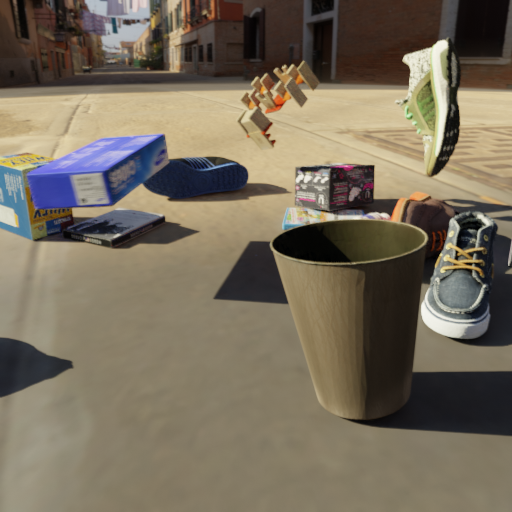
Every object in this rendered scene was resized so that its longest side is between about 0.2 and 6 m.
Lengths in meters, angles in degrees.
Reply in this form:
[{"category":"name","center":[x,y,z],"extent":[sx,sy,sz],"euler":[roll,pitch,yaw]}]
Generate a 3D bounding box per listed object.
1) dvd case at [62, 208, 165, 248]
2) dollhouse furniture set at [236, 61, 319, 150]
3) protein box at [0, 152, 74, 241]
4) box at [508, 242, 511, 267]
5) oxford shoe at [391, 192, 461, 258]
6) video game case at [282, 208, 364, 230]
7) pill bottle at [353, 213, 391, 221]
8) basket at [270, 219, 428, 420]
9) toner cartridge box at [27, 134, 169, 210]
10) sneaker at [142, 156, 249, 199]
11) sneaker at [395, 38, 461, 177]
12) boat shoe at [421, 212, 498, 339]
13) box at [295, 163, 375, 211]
[{"category":"dvd case","center":[-3.082,-0.653,12.313],"extent":[1.369,0.225,1.822],"euler":[11,24,27]},{"category":"dollhouse furniture set","center":[0.426,-3.452,12.991],"extent":[1.837,0.946,1.817],"euler":[6,57,55]},{"category":"protein box","center":[-4.953,-1.336,12.224],"extent":[1.564,1.552,1.055],"euler":[16,27,35]},{"category":"box","center":[5.264,-0.376,10.663],"extent":[0.666,0.945,1.277],"euler":[10,23,25]},{"category":"oxford shoe","center":[3.287,-0.497,10.758],"extent":[1.195,1.173,3.295],"euler":[18,28,23]},{"category":"video game case","center":[1.562,-0.826,12.829],"extent":[1.811,0.161,1.296],"euler":[3,22,7]},{"category":"pill bottle","center":[2.428,-0.616,11.813],"extent":[0.898,0.538,0.538],"euler":[-14,26,-35]},{"category":"basket","center":[1.123,0.718,6.334],"extent":[1.770,1.963,1.335],"euler":[6,25,39]},{"category":"toner cartridge box","center":[-2.619,-1.543,9.815],"extent":[1.349,0.613,2.840],"euler":[0,23,11]},{"category":"sneaker","center":[-1.744,-2.173,15.206],"extent":[2.970,1.042,1.157],"euler":[-2,17,-23]},{"category":"sneaker","center":[3.564,-3.055,11.794],"extent":[1.230,2.776,1.068],"euler":[6,7,37]},{"category":"boat shoe","center":[3.228,0.190,8.810],"extent":[0.974,1.250,2.753],"euler":[8,23,20]},{"category":"box","center":[1.914,-1.705,13.654],"extent":[1.743,1.000,1.151],"euler":[-11,17,-41]}]
